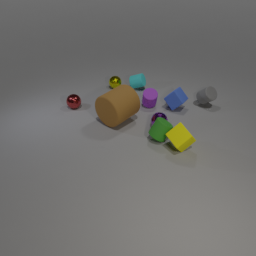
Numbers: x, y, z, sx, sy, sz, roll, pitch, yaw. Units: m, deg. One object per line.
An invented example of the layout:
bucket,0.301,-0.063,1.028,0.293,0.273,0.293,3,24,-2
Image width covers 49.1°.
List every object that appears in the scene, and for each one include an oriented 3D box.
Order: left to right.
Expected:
ball,-2.573,-1.263,13.299,0.700,0.700,0.700,0,30,0
ball,-0.705,-2.526,15.456,0.700,0.700,0.700,0,30,0
cylinder,-0.434,-0.948,11.828,1.400,1.400,1.400,24,43,35
cylinder,0.527,-2.554,15.213,0.700,0.700,0.700,-8,25,26
cylinder,1.036,-1.427,13.311,0.700,0.700,0.700,1,61,-1
ball,1.307,-0.308,11.674,0.700,0.700,0.700,0,30,0
cylinder,1.247,0.058,10.692,0.700,0.700,0.700,27,20,-11
cube,2.243,-1.374,13.058,0.700,0.700,0.700,-34,4,42
cube,1.914,0.343,10.120,0.700,0.700,0.700,-40,62,9
cylinder,3.730,-1.546,13.278,0.700,0.700,0.700,-19,-4,-29
